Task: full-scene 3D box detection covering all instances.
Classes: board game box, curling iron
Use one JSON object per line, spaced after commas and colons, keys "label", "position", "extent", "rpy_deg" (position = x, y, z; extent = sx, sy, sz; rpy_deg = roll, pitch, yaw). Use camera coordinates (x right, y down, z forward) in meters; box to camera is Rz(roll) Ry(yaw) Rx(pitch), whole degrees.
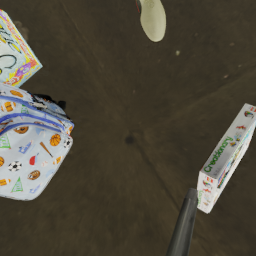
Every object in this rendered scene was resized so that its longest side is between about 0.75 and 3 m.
{"label": "board game box", "position": [-2.895, -1.372, 4.305], "extent": [1.453, 2.771, 1.427], "rpy_deg": [-38, 81, 10]}
{"label": "curling iron", "position": [0.416, 1.622, 2.641], "extent": [0.287, 0.556, 2.243], "rpy_deg": [28, 58, -7]}
{"label": "board game box", "position": [1.651, 0.488, 4.648], "extent": [0.286, 1.045, 1.655], "rpy_deg": [26, 56, 28]}

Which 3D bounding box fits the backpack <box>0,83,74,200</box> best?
{"label": "backpack", "position": [-1.906, 0.199, 4.345], "extent": [1.440, 1.780, 1.869], "rpy_deg": [33, 94, 48]}

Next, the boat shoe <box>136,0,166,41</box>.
{"label": "boat shoe", "position": [0.448, -2.472, 5.697], "extent": [0.507, 0.434, 1.385], "rpy_deg": [-16, 106, 16]}
